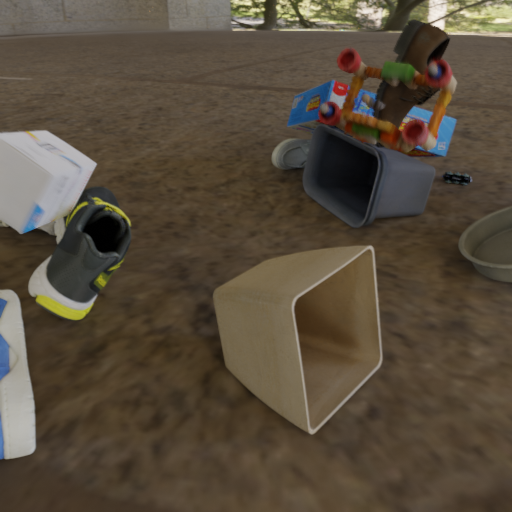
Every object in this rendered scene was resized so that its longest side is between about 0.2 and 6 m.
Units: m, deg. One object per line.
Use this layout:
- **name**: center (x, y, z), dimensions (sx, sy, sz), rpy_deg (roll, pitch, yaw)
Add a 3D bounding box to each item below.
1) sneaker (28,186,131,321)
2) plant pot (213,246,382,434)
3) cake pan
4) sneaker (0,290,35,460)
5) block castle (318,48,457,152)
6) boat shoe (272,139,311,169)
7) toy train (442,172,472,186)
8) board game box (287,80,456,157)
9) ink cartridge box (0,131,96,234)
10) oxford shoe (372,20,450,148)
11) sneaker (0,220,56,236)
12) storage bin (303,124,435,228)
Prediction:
- **sneaker**: center (-2.246, -0.300, 8.117), dimensions (1.103, 1.254, 2.963), rpy_deg (37, 23, -26)
- **plant pot**: center (0.401, 0.764, 6.231), dimensions (1.346, 1.520, 1.519), rpy_deg (8, 26, 40)
- **cake pan**: center (4.201, -0.227, 8.515), dimensions (2.098, 0.385, 2.098), rpy_deg (-19, 22, 8)
- **sneaker**: center (-3.133, 1.176, 5.810), dimensions (1.373, 0.947, 2.468), rpy_deg (-4, 33, -26)
- **block castle**: center (1.996, -2.462, 8.784), dimensions (1.943, 1.298, 0.912), rpy_deg (25, 8, 37)
- **boat shoe**: center (1.259, -2.400, 13.120), dimensions (1.958, 0.683, 0.697), rpy_deg (-17, 28, -36)
- **toy train**: center (4.407, -1.711, 12.276), dimensions (0.616, 0.263, 0.351), rpy_deg (12, 20, 22)
- **board game box**: center (2.376, -2.905, 12.304), dimensions (2.765, 0.789, 2.824), rpy_deg (14, 7, -12)
- **ink cartridge box**: center (-2.904, -1.016, 7.349), dimensions (0.896, 0.912, 1.239), rpy_deg (34, 17, 0)
- **oxford shoe**: center (2.598, -2.794, 9.444), dimensions (0.903, 2.139, 0.777), rpy_deg (31, 23, 29)
- **sneaker**: center (-4.081, -0.817, 9.848), dimensions (1.400, 1.098, 2.817), rpy_deg (-22, 25, -25)
- **storage bin**: center (2.219, -1.659, 10.826), dimensions (1.579, 1.710, 2.350), rpy_deg (-1, 26, -27)
